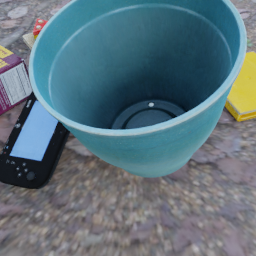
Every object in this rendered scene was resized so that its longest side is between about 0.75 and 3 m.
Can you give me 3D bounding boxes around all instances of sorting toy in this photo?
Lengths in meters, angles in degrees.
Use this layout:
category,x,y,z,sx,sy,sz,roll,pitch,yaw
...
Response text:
category,x,y,z,sx,sy,sz,roll,pitch,yaw
sorting toy,-2.323,-3.388,10.183,2.431,0.846,2.417,-27,52,-22

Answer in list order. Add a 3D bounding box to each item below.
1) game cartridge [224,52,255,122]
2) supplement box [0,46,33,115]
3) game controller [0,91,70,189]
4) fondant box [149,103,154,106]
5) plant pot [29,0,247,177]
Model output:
category,x,y,z,sx,sy,sz,roll,pitch,yaw
game cartridge,3.656,-1.394,8.658,2.295,0.422,2.604,-13,46,-12
supplement box,-4.211,-1.123,7.740,1.654,1.304,2.526,30,54,25
game controller,-2.081,0.071,6.665,1.444,0.583,2.768,11,64,11
fondant box,0.489,-0.809,7.276,2.810,0.818,2.027,-13,64,-5
plant pot,0.290,-0.495,4.982,2.973,2.793,2.973,-5,58,9
